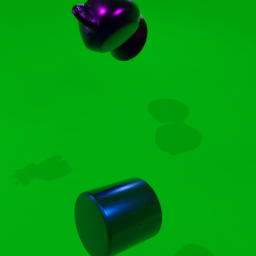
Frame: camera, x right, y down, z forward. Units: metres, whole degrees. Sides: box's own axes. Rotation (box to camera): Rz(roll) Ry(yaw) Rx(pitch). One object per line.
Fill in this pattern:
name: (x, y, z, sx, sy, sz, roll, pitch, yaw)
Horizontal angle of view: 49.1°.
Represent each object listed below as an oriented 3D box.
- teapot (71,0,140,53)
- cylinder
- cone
teapot: (-0.346, -1.832, 4.691, 0.848, 1.077, 1.733, 56, 31, 1)
cylinder: (-0.113, 0.963, 3.068, 0.710, 0.710, 0.710, -9, 44, -38)
cone: (-0.314, -1.958, 5.530, 1.035, 1.035, 1.039, 39, 18, 30)
